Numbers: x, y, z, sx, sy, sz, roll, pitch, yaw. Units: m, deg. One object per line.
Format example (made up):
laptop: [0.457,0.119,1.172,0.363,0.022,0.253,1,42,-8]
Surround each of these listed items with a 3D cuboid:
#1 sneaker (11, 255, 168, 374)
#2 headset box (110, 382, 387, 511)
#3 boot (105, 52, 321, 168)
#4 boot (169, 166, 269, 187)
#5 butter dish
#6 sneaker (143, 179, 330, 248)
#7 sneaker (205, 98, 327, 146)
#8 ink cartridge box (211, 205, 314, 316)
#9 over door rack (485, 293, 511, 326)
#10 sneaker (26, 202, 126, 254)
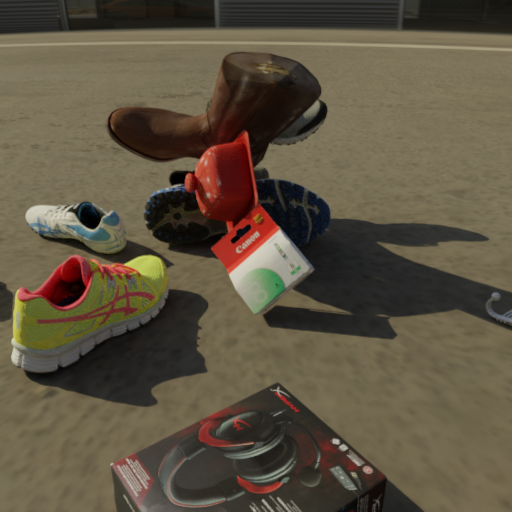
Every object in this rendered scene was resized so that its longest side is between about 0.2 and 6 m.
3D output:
sneaker: [-2.128,0.463,7.607,1.035,1.196,2.648,13,29,27]
headset box: [-0.164,2.151,4.810,2.055,0.771,1.527,-18,33,-31]
boot: [-0.828,-2.434,9.061,2.960,1.020,3.176,10,-15,-17]
boot: [-0.694,-1.501,11.379,2.037,0.690,1.331,-9,-2,-3]
butter dish: [-0.630,-1.147,8.867,1.001,1.350,1.354,-1,-17,-23]
sneaker: [-0.296,-0.957,10.349,3.318,1.278,1.413,4,20,3]
sneaker: [0.171,-2.704,10.767,2.396,0.950,0.886,-4,61,6]
ink cartridge box: [0.035,0.040,8.073,1.292,1.040,0.324,51,10,13]
over door rack: [4.483,0.762,7.599,1.526,0.688,2.066,-19,33,-31]
sneaker: [-3.299,-0.675,10.200,2.319,0.840,0.833,14,32,27]
